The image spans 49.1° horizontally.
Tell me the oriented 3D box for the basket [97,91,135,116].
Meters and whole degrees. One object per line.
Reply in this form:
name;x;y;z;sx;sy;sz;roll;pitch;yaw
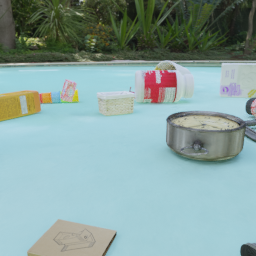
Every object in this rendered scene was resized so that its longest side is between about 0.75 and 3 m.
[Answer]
basket;-0.532;-1.080;12.119;1.445;0.891;0.980;-6;16;-26

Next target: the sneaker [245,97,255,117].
sneaker;6.370;-0.863;11.231;2.945;0.983;1.578;-10;19;-22

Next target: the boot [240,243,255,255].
boot;2.116;1.605;3.530;1.074;0.390;0.977;0;16;-27

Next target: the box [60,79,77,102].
box;-2.455;-1.542;11.566;0.392;0.827;0.424;8;19;-35

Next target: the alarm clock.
alarm clock;1.887;0.252;7.144;1.997;0.985;2.960;7;15;22

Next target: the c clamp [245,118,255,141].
c clamp;4.580;0.000;9.092;1.994;0.316;2.334;-2;20;-2

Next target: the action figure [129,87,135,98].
action figure;0.400;-2.140;16.257;0.527;0.800;1.616;-4;13;-16

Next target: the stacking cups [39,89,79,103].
stacking cups;-3.739;-1.558;14.561;2.323;0.703;0.703;-8;17;-9

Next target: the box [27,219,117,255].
box;-0.746;1.601;3.911;0.981;0.104;0.802;4;16;17

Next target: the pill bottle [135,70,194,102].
pill bottle;1.860;-2.183;14.664;2.955;1.659;1.659;-1;15;-3

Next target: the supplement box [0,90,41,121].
supplement box;-4.988;-0.873;11.241;0.971;1.004;2.918;8;20;33

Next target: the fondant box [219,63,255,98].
fondant box;6.733;-2.734;16.165;2.644;1.907;0.770;3;18;12

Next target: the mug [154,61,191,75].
mug;2.790;-3.169;17.842;2.105;2.054;2.565;-4;21;-44
